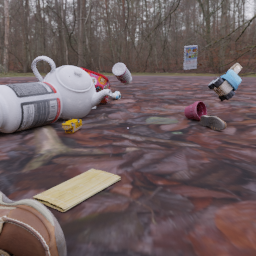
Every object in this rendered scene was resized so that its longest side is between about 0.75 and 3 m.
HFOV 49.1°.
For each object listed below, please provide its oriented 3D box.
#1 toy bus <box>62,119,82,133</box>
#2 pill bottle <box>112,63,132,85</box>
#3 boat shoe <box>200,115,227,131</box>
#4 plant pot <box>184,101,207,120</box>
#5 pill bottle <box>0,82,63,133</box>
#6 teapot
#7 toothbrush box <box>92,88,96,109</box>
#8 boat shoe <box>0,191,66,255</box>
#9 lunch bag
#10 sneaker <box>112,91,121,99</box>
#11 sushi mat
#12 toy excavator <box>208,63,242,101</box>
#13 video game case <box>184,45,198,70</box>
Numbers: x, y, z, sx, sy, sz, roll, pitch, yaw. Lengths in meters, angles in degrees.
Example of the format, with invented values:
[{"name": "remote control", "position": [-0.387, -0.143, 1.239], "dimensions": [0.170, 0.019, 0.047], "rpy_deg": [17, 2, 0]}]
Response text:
[{"name": "toy bus", "position": [-1.940, -0.080, 9.765], "dimensions": [0.337, 0.406, 1.036], "rpy_deg": [4, 14, 11]}, {"name": "pill bottle", "position": [-0.155, -1.628, 8.536], "dimensions": [0.425, 0.425, 0.751], "rpy_deg": [5, -14, 21]}, {"name": "boat shoe", "position": [3.177, -0.223, 10.216], "dimensions": [0.482, 0.509, 1.344], "rpy_deg": [-3, 15, -18]}, {"name": "plant pot", "position": [2.798, -0.692, 11.758], "dimensions": [0.799, 0.799, 0.715], "rpy_deg": [-12, 3, -41]}, {"name": "pill bottle", "position": [-3.845, -0.736, 9.831], "dimensions": [1.634, 1.634, 2.821], "rpy_deg": [9, 16, 32]}, {"name": "teapot", "position": [-2.420, -1.746, 11.703], "dimensions": [2.553, 1.865, 2.520], "rpy_deg": [-11, 58, -36]}, {"name": "toothbrush box", "position": [-3.222, -1.557, 14.403], "dimensions": [2.633, 1.123, 1.928], "rpy_deg": [10, 17, 36]}, {"name": "boat shoe", "position": [-1.568, 1.297, 3.424], "dimensions": [2.054, 0.778, 0.737], "rpy_deg": [-1, 13, 39]}, {"name": "lunch bag", "position": [-2.061, -2.325, 15.463], "dimensions": [2.075, 0.965, 2.356], "rpy_deg": [19, -15, 7]}, {"name": "sneaker", "position": [-0.695, -2.102, 18.341], "dimensions": [0.499, 0.472, 1.235], "rpy_deg": [15, 19, 8]}, {"name": "sushi mat", "position": [-0.898, 1.131, 5.336], "dimensions": [0.774, 0.098, 1.618], "rpy_deg": [9, 16, 33]}, {"name": "toy excavator", "position": [3.960, -1.900, 10.797], "dimensions": [1.708, 0.853, 1.661], "rpy_deg": [-43, 2, 1]}, {"name": "video game case", "position": [2.394, -2.696, 10.719], "dimensions": [0.618, 0.863, 0.078], "rpy_deg": [-13, 23, -27]}]
